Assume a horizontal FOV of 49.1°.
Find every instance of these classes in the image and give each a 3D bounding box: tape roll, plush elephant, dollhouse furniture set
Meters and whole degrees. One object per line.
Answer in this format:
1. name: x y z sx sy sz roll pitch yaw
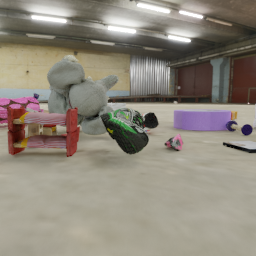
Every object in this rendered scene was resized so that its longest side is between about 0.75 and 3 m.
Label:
1. tape roll: 2.625 -0.320 10.003 1.969 0.646 1.969 0 7 0
2. plush elephant: -1.311 -0.952 8.364 2.286 2.432 2.953 -12 26 39
3. dollhouse furniture set: -1.583 -0.030 5.972 1.167 0.882 2.169 1 6 -1

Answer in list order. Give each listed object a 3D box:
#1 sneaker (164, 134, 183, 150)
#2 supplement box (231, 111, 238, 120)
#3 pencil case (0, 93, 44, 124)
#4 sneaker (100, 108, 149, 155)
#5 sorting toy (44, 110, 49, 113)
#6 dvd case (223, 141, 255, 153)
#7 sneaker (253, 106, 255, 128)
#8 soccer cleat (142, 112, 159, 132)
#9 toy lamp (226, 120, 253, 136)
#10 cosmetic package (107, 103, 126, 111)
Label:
1. sneaker: 0.936 0.330 5.875 0.372 0.308 0.780 -17 -2 17
2. supplement box: 5.272 -0.651 14.325 0.408 0.422 1.227 4 9 32
3. pencil case: -4.614 -0.604 10.210 1.348 1.306 2.877 22 20 35
4. sneaker: 0.007 -0.082 5.233 0.736 0.674 1.728 -29 23 -8
5. sorting toy: -5.378 -0.711 14.955 2.579 0.380 1.906 8 14 33
6. dvd case: 2.577 0.389 5.936 0.693 0.085 0.971 -1 6 -13
7. sneaker: 5.153 -0.624 10.339 0.915 1.168 2.350 3 7 25
8. soccer cleat: 0.114 -0.034 8.033 0.717 0.669 1.960 -26 -7 38
9. toy lamp: 3.351 -0.026 8.577 0.376 0.376 1.291 0 6 -5
10. cosmetic package: -1.078 -1.018 15.842 1.136 0.827 2.234 3 8 24
